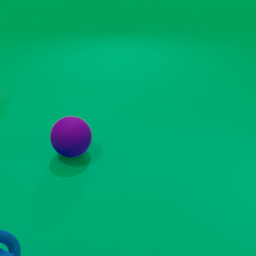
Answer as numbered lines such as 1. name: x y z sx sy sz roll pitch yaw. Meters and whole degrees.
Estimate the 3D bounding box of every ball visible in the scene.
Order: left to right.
1. ball: -1.325 0.203 6.541 0.958 0.958 0.958 0 33 0

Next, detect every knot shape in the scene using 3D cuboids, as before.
1. knot shape: -1.919 1.758 4.018 0.529 1.070 1.144 -29 32 -16
